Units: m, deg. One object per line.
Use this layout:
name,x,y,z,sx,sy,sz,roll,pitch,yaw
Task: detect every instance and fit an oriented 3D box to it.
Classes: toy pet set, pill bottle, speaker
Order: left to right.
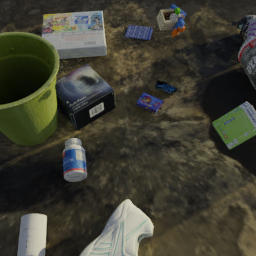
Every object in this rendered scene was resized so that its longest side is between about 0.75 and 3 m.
speaker,-2.468,3.101,7.180,0.686,0.686,1.688,-6,56,-4
pill bottle,-1.653,0.961,8.613,0.690,0.690,1.230,-9,55,-6
toy pet set,1.538,-3.492,8.606,0.821,1.443,1.545,-11,80,-15
pill bottle,5.191,-1.992,10.079,1.506,1.506,2.644,-9,56,-6

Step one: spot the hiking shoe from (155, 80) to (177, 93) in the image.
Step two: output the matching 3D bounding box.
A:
hiking shoe,1.422,-1.541,10.478,0.846,0.367,0.315,13,57,9

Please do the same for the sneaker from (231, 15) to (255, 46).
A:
sneaker,5.053,-4.059,11.894,2.552,0.992,1.785,-34,60,-29

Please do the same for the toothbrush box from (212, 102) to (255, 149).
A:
toothbrush box,2.896,-0.061,7.365,1.058,0.455,0.770,-34,100,17

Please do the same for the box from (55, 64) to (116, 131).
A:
box,-1.601,-1.116,9.806,1.678,1.034,1.664,-34,61,-21

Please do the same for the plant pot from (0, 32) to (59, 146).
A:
plant pot,-3.311,-0.863,8.579,2.919,2.772,2.919,0,55,0

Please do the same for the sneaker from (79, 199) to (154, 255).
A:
sneaker,-0.447,3.207,6.915,1.189,1.044,2.967,33,62,17

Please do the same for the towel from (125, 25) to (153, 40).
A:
towel,0.493,-4.228,12.448,1.118,0.133,0.809,10,59,9

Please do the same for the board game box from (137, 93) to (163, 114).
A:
board game box,0.791,-0.912,10.172,0.788,0.176,0.530,27,60,17

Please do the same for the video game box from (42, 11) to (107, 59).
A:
video game box,-2.313,-3.992,11.973,2.649,0.620,2.413,-5,59,-3
